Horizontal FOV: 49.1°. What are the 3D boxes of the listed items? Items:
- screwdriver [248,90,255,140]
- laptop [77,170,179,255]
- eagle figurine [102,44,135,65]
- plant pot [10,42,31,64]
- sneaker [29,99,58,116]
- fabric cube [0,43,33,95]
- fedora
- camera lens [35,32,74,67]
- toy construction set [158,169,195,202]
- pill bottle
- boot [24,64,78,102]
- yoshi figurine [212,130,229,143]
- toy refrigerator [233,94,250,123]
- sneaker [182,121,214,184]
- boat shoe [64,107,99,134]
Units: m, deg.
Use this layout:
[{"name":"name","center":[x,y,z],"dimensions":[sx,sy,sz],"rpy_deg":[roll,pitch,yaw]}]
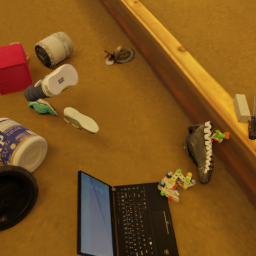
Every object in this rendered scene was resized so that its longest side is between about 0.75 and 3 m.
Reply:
[{"name":"screwdriver","center":[4.809,-0.552,10.718],"dimensions":[0.354,0.369,2.538],"rpy_deg":[14,49,11]},{"name":"laptop","center":[-0.013,2.323,7.694],"dimensions":[2.583,1.334,2.289],"rpy_deg":[-4,52,-3]},{"name":"eagle figurine","center":[-0.433,-3.424,12.827],"dimensions":[1.270,0.958,0.964],"rpy_deg":[-11,90,-46]},{"name":"plant pot","center":[-4.954,-3.340,12.605],"dimensions":[0.905,0.828,0.905],"rpy_deg":[0,51,0]},{"name":"sneaker","center":[-3.266,-0.741,10.809],"dimensions":[1.367,0.530,0.544],"rpy_deg":[25,73,25]},{"name":"fabric cube","center":[-4.809,-2.425,11.516],"dimensions":[1.401,1.374,1.396],"rpy_deg":[-16,53,-14]},{"name":"fedora","center":[-3.709,1.898,8.056],"dimensions":[2.097,2.097,0.958],"rpy_deg":[-30,27,-22]},{"name":"camera lens","center":[-3.312,-3.507,12.525],"dimensions":[1.158,1.158,1.448],"rpy_deg":[32,57,23]},{"name":"toy construction set","center":[1.444,1.772,8.565],"dimensions":[0.876,0.615,1.336],"rpy_deg":[33,37,20]},{"name":"pill bottle","center":[-3.928,0.449,9.196],"dimensions":[2.256,1.350,1.350],"rpy_deg":[26,56,20]},{"name":"boot","center":[-2.603,-1.565,9.644],"dimensions":[1.030,0.830,2.280],"rpy_deg":[-14,18,20]},{"name":"yoshi figurine","center":[3.104,0.197,10.001],"dimensions":[0.892,0.502,0.500],"rpy_deg":[0,37,3]},{"name":"toy refrigerator","center":[4.375,-0.756,10.774],"dimensions":[0.391,0.424,1.117],"rpy_deg":[3,50,2]},{"name":"sneaker","center":[2.324,0.799,9.354],"dimensions":[1.021,0.750,2.258],"rpy_deg":[-2,58,21]},{"name":"boat shoe","center":[-1.460,-0.168,8.667],"dimensions":[1.258,0.376,0.450],"rpy_deg":[33,44,11]}]
